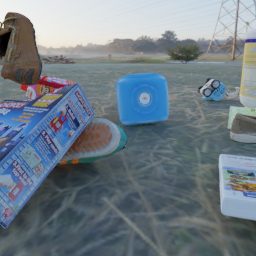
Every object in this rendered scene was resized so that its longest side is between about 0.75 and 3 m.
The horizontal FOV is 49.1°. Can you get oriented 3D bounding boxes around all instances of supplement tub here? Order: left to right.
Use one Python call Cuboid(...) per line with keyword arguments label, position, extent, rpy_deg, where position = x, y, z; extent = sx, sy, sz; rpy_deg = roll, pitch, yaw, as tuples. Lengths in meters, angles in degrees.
Cuboid(label="supplement tub", position=(4.877, -1.711, 9.172), extent=(2.168, 2.982, 2.168), rpy_deg=(0, 16, 0))

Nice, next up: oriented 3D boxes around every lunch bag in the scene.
Cuboid(label="lunch bag", position=(-3.049, -1.473, 11.118), extent=(2.275, 1.058, 2.583), rpy_deg=(11, 10, -16))

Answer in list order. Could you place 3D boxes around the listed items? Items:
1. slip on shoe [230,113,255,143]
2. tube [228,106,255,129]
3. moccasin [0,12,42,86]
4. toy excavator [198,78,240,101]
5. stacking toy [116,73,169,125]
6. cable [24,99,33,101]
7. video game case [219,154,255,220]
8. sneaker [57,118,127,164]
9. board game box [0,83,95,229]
Cuboid(label="slip on shoe", position=(3.912, 0.008, 7.281), extent=(2.344, 0.710, 0.891), rpy_deg=(4, 16, 14))
Cuboid(label="tube", position=(4.237, -0.221, 8.321), extent=(2.358, 0.612, 0.684), rpy_deg=(6, 13, 22))
Cuboid(label="moccasin", position=(-3.026, -2.166, 7.267), extent=(1.132, 1.073, 2.933), rpy_deg=(3, 48, -31))
Cuboid(label="toy excavator", position=(4.403, -1.694, 13.270), extent=(1.611, 1.657, 0.828), rpy_deg=(-44, 18, 6))
Cuboid(label="stacking toy", position=(0.245, -1.012, 10.105), extent=(1.699, 1.607, 2.927), rpy_deg=(-6, 5, -11))
Cuboid(label="cable", position=(-3.779, -0.925, 11.213), extent=(1.082, 0.375, 1.082), rpy_deg=(13, 20, 38))
Cuboid(label="video game case", position=(2.436, 0.861, 4.265), extent=(1.989, 0.250, 2.778), rpy_deg=(6, 7, 17))
Cuboid(label="sneaker", position=(-1.277, 0.379, 5.902), extent=(2.653, 0.947, 1.060), rpy_deg=(-4, -13, 19))
Cuboid(label="board game box", position=(-1.883, 0.164, 4.852), extent=(2.435, 0.751, 2.433), rpy_deg=(8, 43, 43))
